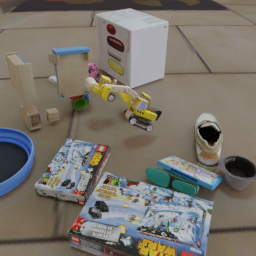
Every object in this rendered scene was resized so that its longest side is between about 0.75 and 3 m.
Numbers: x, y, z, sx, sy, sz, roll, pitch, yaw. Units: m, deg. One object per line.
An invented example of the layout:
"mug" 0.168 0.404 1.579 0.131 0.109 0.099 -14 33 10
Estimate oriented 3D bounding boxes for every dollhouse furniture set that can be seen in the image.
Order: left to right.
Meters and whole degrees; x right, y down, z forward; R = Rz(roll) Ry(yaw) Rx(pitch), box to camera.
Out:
"dollhouse furniture set" -2.705 -1.704 10.333 2.737 2.584 1.786 -16 33 -27

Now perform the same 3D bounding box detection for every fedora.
"fedora" 3.049 1.288 7.774 1.109 0.566 1.253 6 28 4

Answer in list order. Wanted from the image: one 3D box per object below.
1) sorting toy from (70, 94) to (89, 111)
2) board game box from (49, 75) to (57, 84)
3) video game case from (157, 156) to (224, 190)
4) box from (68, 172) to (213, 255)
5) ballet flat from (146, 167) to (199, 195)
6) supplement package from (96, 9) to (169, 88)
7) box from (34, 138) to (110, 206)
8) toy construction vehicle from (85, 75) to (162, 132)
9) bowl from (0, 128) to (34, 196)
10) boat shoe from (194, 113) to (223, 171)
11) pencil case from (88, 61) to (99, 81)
"sorting toy" -1.878 -1.053 11.142 0.717 0.490 1.194 -22 53 -6
"board game box" -3.127 -2.232 12.922 0.918 0.157 0.617 28 44 32
"video game case" 1.751 1.202 7.827 1.614 0.144 1.155 23 14 28
"box" 0.369 2.217 6.498 2.885 0.575 1.975 13 38 17
"ballet flat" 1.229 1.433 7.748 1.514 0.510 0.533 18 16 22
"supplement package" 0.117 -3.708 12.823 2.024 2.631 2.752 -23 42 -28
"box" -1.505 1.173 8.060 1.423 0.415 2.079 9 37 12
"toy construction vehicle" 0.013 -1.037 9.401 2.694 0.949 2.346 23 19 -29
"bowl" -4.152 1.016 8.171 2.789 0.547 2.789 0 37 0
"boat shoe" 2.636 0.186 9.008 0.966 0.884 2.584 5 37 7
"pencil case" -2.188 -2.905 13.178 0.972 0.930 2.246 -23 41 -21
